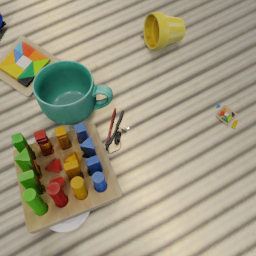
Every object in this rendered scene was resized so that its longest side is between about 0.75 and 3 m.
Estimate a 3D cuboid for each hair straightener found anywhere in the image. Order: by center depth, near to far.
[{"bbox_3d":[-0.307,0.103,8.139,0.540,0.287,1.404,13,69,4],"label":"hair straightener"}]

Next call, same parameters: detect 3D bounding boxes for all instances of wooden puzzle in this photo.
[{"bbox_3d":[2.979,-0.392,8.427,0.836,0.098,0.564,35,74,12],"label":"wooden puzzle"},{"bbox_3d":[-3.302,-2.027,8.897,1.756,0.327,1.625,32,73,11],"label":"wooden puzzle"}]

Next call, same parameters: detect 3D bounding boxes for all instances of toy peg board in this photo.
[{"bbox_3d":[-1.667,0.928,7.006,2.387,1.172,2.397,-19,57,-10],"label":"toy peg board"}]

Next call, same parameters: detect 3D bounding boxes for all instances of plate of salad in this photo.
[{"bbox_3d":[-1.653,2.043,7.411,1.355,0.325,1.355,1,68,-2],"label":"plate of salad"}]

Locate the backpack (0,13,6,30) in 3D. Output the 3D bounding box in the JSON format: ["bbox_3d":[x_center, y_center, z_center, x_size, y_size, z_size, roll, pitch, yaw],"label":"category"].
[{"bbox_3d":[-5.489,-2.953,8.230,2.202,2.274,2.709,14,75,10],"label":"backpack"}]

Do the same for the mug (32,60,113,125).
[{"bbox_3d":[-1.584,-0.812,7.874,1.978,1.223,1.625,36,66,21],"label":"mug"}]

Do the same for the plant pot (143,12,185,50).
[{"bbox_3d":[1.194,-3.115,8.944,1.050,1.116,1.116,-12,70,-20],"label":"plant pot"}]
